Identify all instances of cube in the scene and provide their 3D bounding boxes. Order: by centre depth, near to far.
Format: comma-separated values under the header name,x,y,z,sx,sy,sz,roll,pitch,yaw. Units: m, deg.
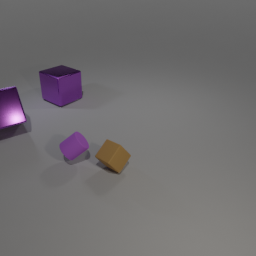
name,x,y,z,sx,sy,sz,roll,pitch,yaw
cube,-0.478,0.900,9.006,0.700,0.700,0.700,20,70,43
cube,-4.895,-0.692,10.802,1.400,1.400,1.400,-19,8,-27
cube,-3.182,-2.053,13.363,1.400,1.400,1.400,23,36,32

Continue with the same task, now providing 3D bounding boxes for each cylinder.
name,x,y,z,sx,sy,sz,roll,pitch,yaw
cylinder,-1.765,0.588,9.219,0.700,0.700,0.700,-36,32,10
